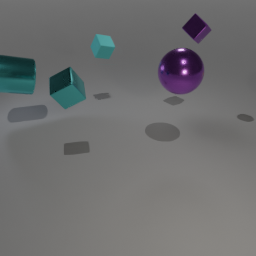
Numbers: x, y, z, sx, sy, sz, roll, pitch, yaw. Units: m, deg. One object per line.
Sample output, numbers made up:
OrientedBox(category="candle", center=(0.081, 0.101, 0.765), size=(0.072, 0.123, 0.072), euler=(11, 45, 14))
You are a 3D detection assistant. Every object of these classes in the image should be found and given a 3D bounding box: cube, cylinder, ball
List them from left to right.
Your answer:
OrientedBox(category="cylinder", center=(-4.359, -2.026, 10.745), size=(1.400, 1.400, 1.400), euler=(1, 26, -27))
OrientedBox(category="cube", center=(-1.635, -1.073, 7.581), size=(0.700, 0.700, 0.700), euler=(-24, 52, 13))
OrientedBox(category="cube", center=(-1.075, -3.439, 11.871), size=(0.700, 0.700, 0.700), euler=(-3, 57, -33))
OrientedBox(category="ball", center=(1.610, -1.721, 8.549), size=(1.400, 1.400, 1.400), euler=(0, 29, 0))
OrientedBox(category="cube", center=(2.596, -3.733, 10.556), size=(0.700, 0.700, 0.700), euler=(52, 23, 16))
